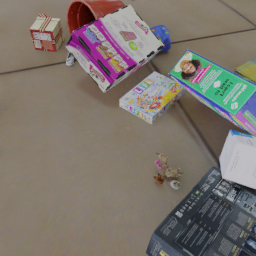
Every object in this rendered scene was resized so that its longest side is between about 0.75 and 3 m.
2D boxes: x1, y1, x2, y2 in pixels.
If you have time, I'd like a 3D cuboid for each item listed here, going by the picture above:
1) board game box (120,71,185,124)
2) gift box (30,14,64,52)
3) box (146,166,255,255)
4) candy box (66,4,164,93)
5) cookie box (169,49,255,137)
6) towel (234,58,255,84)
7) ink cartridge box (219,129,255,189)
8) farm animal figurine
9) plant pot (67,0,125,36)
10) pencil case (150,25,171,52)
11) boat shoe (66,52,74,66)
[{"bbox_3d":[0.874,-1.111,9.738,1.370,0.349,2.037,30,54,25],"label":"board game box"},{"bbox_3d":[-3.498,-4.087,11.947,1.261,1.163,1.177,11,50,2],"label":"gift box"},{"bbox_3d":[2.130,2.247,5.876,2.307,0.746,2.926,30,37,26],"label":"box"},{"bbox_3d":[-0.360,-2.816,9.677,2.024,0.905,2.968,50,54,-2],"label":"candy box"},{"bbox_3d":[2.786,-0.940,8.098,0.980,2.231,2.608,-54,46,10],"label":"cookie box"},{"bbox_3d":[5.317,-2.201,10.836,2.126,0.242,1.527,-29,53,-25],"label":"towel"},{"bbox_3d":[3.820,1.024,6.780,2.880,0.977,1.670,18,14,11],"label":"ink cartridge box"},{"bbox_3d":[1.053,1.167,7.578,0.851,0.449,0.861,18,66,-4],"label":"farm animal figurine"},{"bbox_3d":[-1.134,-4.479,11.859,2.098,2.098,2.040,35,49,28],"label":"plant pot"},{"bbox_3d":[0.463,-3.550,11.469,2.621,1.138,1.023,-12,43,-12],"label":"pencil case"},{"bbox_3d":[-2.343,-2.840,11.393,0.312,0.271,0.846,2,47,2],"label":"boat shoe"}]
